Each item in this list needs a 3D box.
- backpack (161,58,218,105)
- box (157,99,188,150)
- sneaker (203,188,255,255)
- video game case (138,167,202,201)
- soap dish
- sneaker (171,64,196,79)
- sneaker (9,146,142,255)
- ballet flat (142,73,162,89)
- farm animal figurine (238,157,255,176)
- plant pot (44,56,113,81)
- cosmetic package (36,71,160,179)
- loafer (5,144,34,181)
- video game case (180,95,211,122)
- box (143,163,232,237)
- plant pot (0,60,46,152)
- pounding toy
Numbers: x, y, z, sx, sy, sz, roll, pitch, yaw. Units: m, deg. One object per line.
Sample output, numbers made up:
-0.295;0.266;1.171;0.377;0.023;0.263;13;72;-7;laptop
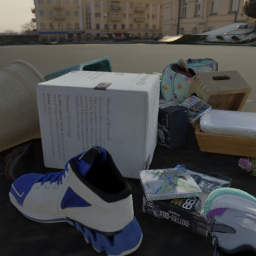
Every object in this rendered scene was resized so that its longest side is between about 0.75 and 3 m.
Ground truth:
2.646;-1.960;12.374;2.443;2.148;1.873;3;18;21;backpack
1.213;-0.148;8.824;0.765;1.235;1.214;-17;26;-28;box
2.375;1.916;4.206;2.402;0.934;1.681;8;35;5;sneaker
0.832;1.137;5.833;1.100;0.121;1.003;-2;21;-9;video game case
3.251;0.147;8.512;2.283;0.927;1.796;6;22;16;soap dish
1.878;-1.959;9.350;0.888;0.336;0.513;23;-2;1;sneaker
-0.961;1.036;5.248;2.801;1.618;1.132;12;23;29;sneaker
1.172;-2.623;15.729;2.854;1.027;1.027;-2;21;-4;ballet flat
3.265;1.030;6.956;0.997;0.501;0.805;6;3;25;farm animal figurine
-1.938;-1.157;10.335;2.377;2.327;2.333;-5;18;23;plant pot
-0.632;-0.240;7.653;2.741;2.261;2.259;5;21;12;cosmetic package
-2.845;0.915;7.173;0.580;0.597;1.634;-11;15;-3;loafer
2.061;-0.623;8.862;0.842;0.097;0.767;-34;52;-19;video game case
1.291;1.408;5.928;1.338;0.422;1.697;14;24;31;box
-3.771;-0.383;8.189;2.610;2.610;2.389;16;37;36;plant pot
2.876;-1.275;10.104;2.188;2.014;1.556;-5;46;-13;pounding toy
